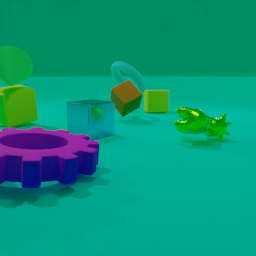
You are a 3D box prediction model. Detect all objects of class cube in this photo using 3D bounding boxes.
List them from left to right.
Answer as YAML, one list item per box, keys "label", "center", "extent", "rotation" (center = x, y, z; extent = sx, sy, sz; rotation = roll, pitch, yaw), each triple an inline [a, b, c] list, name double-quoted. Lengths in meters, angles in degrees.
- label: "cube"
  center: [-3.369, -0.680, 8.308]
  extent: [0.959, 0.959, 0.959]
  rotation: [20, 28, 41]
- label: "cube"
  center: [-0.929, -0.233, 7.009]
  extent: [0.864, 0.864, 0.864]
  rotation: [10, 15, 41]
- label: "cube"
  center: [-0.065, -0.948, 8.967]
  extent: [0.722, 0.722, 0.722]
  rotation: [-31, 67, -23]
- label: "cube"
  center: [1.113, -1.074, 11.104]
  extent: [0.841, 0.841, 0.841]
  rotation: [-1, 9, -6]

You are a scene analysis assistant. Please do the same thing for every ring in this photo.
- label: "ring"
  center: [0.007, -1.740, 9.831]
  extent: [0.293, 1.466, 1.466]
  rotation: [-52, 34, -17]

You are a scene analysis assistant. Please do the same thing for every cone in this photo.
- label: "cone"
  center: [-3.198, -1.442, 7.651]
  extent: [1.177, 1.177, 1.182]
  rotation: [-4, 40, -18]

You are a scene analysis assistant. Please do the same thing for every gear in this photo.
- label: "gear"
  center: [-1.459, 0.369, 4.375]
  extent: [1.981, 0.366, 1.981]
  rotation: [6, 11, -1]

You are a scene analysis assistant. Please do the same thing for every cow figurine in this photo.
- label: "cow figurine"
  center: [1.712, -0.101, 6.324]
  extent: [1.209, 0.674, 1.228]
  rotation: [8, -5, 17]
